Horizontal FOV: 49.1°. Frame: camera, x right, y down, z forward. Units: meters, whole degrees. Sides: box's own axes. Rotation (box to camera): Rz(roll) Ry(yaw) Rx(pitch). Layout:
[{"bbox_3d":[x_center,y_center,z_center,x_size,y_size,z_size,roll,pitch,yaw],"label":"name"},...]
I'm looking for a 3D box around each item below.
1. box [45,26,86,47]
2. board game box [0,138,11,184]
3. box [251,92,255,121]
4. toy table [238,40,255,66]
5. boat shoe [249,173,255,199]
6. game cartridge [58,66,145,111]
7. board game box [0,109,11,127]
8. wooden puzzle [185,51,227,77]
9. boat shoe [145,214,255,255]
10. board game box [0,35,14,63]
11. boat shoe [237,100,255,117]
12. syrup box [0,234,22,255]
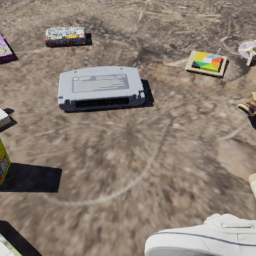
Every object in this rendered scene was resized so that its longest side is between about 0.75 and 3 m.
[{"bbox_3d":[-2.308,-3.416,10.413,1.463,0.292,1.002,-6,45,-6],"label":"box"},{"bbox_3d":[-3.997,0.460,5.644,2.733,1.388,0.651,0,43,1],"label":"board game box"},{"bbox_3d":[4.328,-0.271,7.243,2.002,0.213,1.636,7,45,7],"label":"box"},{"bbox_3d":[4.085,-2.495,9.180,0.886,0.815,0.519,7,27,23],"label":"toy table"},{"bbox_3d":[3.428,1.059,5.537,1.943,0.692,0.627,-4,45,-2],"label":"boat shoe"},{"bbox_3d":[-0.781,-1.197,8.054,2.342,0.486,1.559,-5,40,-5],"label":"game cartridge"},{"bbox_3d":[-3.845,-0.335,7.287,1.367,0.234,0.919,33,53,29],"label":"board game box"},{"bbox_3d":[2.573,-2.156,9.161,1.175,0.236,1.270,15,46,15],"label":"wooden puzzle"},{"bbox_3d":[1.622,1.847,4.563,2.708,0.974,0.890,2,39,1],"label":"boat shoe"},{"bbox_3d":[-4.791,-2.753,9.775,1.090,0.293,1.816,-26,50,-19],"label":"board game box"},{"bbox_3d":[2.996,-0.533,6.861,0.389,0.388,1.078,45,18,27],"label":"boat shoe"},{"bbox_3d":[-2.463,1.973,4.570,1.768,0.720,0.696,28,48,26],"label":"syrup box"}]
